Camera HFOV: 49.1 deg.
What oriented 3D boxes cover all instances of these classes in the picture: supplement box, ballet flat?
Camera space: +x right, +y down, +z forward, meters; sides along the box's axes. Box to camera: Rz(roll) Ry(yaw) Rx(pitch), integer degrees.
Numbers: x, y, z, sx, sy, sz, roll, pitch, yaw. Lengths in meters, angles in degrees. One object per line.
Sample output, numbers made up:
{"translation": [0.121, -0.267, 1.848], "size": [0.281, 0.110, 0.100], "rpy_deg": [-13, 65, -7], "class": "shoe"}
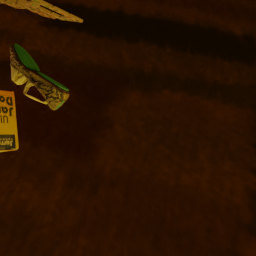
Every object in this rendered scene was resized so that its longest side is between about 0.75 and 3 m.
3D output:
{"translation": [-3.045, -0.019, 4.939], "size": [1.954, 1.063, 1.070], "rpy_deg": [-8, 86, 28], "class": "supplement box"}
{"translation": [-2.389, -1.216, 6.953], "size": [2.185, 0.741, 0.823], "rpy_deg": [42, 100, 17], "class": "ballet flat"}

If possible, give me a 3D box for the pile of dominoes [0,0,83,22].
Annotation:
{"translation": [-2.482, -3.031, 7.179], "size": [1.662, 2.132, 0.340], "rpy_deg": [22, 100, 37], "class": "pile of dominoes"}
